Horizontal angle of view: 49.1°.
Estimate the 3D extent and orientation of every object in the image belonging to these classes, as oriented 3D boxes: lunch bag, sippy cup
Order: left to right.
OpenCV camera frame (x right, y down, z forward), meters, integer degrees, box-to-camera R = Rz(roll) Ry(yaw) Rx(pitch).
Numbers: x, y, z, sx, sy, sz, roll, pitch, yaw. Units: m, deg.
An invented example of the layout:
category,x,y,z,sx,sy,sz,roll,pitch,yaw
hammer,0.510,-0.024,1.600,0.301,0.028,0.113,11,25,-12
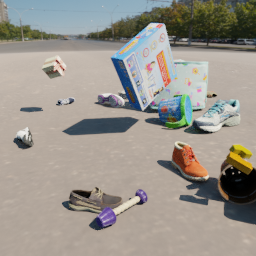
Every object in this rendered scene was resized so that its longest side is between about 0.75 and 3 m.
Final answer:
category,x,y,z,sx,sy,sz,roll,pitch,yaw
sippy cup,2.037,-0.761,12.254,1.280,1.372,1.747,-2,8,26
lunch bag,2.577,-2.194,14.183,2.923,2.490,1.782,1,12,0

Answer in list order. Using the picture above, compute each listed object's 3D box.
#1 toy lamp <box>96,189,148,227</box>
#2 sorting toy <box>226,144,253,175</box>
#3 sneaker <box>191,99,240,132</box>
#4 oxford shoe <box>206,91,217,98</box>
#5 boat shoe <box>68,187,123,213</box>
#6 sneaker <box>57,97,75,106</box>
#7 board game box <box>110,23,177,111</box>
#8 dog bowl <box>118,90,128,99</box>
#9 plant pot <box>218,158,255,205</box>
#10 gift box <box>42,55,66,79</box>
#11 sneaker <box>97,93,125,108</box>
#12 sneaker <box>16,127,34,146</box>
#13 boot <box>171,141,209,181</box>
category,x,y,z,sx,sy,sz,roll,pitch,yaw
toy lamp,-0.127,1.807,6.333,0.405,0.405,1.390,18,28,40
sorting toy,3.558,1.239,6.605,2.765,0.370,2.060,32,29,8
sneaker,3.709,-0.621,11.826,2.733,1.180,1.061,-14,25,-34
oxford shoe,4.858,-2.019,16.860,1.111,0.391,0.415,-7,27,-17
boat shoe,-0.767,1.672,6.564,1.297,0.476,0.483,0,20,0
sneaker,-3.407,-1.439,15.298,0.963,0.338,0.523,-6,15,4
board game box,0.716,-2.297,10.617,0.664,2.376,2.327,23,59,40
dog bowl,0.026,-2.035,16.901,1.281,0.376,1.281,0,19,0
plant pot,2.808,1.229,7.130,1.053,1.053,1.042,5,13,14
gift box,-3.409,-2.787,13.109,0.823,0.814,0.882,-10,54,25
sneaker,-0.785,-1.598,15.214,1.893,0.709,0.943,19,27,41
sneaker,-3.795,0.395,10.244,0.541,0.499,1.353,-21,21,-16
boot,1.771,0.945,8.111,0.571,0.815,1.521,-8,23,-26
